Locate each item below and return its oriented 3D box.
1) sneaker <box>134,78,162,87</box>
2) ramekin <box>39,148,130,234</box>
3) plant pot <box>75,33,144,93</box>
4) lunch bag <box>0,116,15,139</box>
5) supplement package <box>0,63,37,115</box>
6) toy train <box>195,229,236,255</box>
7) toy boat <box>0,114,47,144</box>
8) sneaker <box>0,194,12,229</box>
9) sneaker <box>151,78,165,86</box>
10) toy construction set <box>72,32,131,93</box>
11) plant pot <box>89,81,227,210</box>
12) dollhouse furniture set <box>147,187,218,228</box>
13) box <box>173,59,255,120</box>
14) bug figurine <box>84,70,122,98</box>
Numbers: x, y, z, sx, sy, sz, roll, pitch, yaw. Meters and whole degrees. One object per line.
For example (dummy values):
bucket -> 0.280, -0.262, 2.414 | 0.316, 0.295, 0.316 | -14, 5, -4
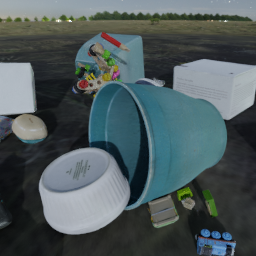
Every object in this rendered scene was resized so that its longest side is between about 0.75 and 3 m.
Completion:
sneaker -> 0.673, -0.746, 10.267 | 1.937, 1.019, 2.681 | -23, 60, -37
ramekin -> -1.014, 1.245, 6.183 | 1.997, 0.930, 1.997 | -12, 28, 6
plant pot -> -1.109, -3.134, 14.637 | 2.827, 2.820, 2.880 | 15, 37, 31
lunch bag -> -4.699, -0.047, 10.060 | 0.969, 0.616, 0.822 | 15, 25, 2
supplement package -> -4.431, -1.402, 10.582 | 1.746, 1.740, 2.976 | -4, 6, -16
toy train -> 1.663, 2.209, 5.319 | 0.753, 0.327, 0.430 | 6, 33, 9
toy boat -> -3.757, 0.119, 9.572 | 1.849, 0.859, 1.554 | -4, 29, -29
sneaker -> -3.161, 1.602, 6.212 | 0.674, 0.709, 1.788 | -19, 32, -41
sneaker -> 1.594, -2.628, 16.048 | 1.297, 0.532, 0.485 | -14, 27, -29
toy construction set -> -0.687, -2.017, 10.091 | 1.869, 2.433, 2.029 | 25, 48, -21
plant pot -> 0.814, 0.286, 6.932 | 2.683, 2.855, 2.855 | -5, 23, -31
dollhouse furniture set -> 1.201, 1.847, 6.250 | 1.439, 0.556, 0.719 | -20, 32, 3
box -> 3.936, -1.893, 12.699 | 2.826, 1.857, 2.841 | 20, 31, 39
bug figurine -> -0.976, -1.665, 11.624 | 1.772, 2.285, 0.588 | -44, 73, -9
